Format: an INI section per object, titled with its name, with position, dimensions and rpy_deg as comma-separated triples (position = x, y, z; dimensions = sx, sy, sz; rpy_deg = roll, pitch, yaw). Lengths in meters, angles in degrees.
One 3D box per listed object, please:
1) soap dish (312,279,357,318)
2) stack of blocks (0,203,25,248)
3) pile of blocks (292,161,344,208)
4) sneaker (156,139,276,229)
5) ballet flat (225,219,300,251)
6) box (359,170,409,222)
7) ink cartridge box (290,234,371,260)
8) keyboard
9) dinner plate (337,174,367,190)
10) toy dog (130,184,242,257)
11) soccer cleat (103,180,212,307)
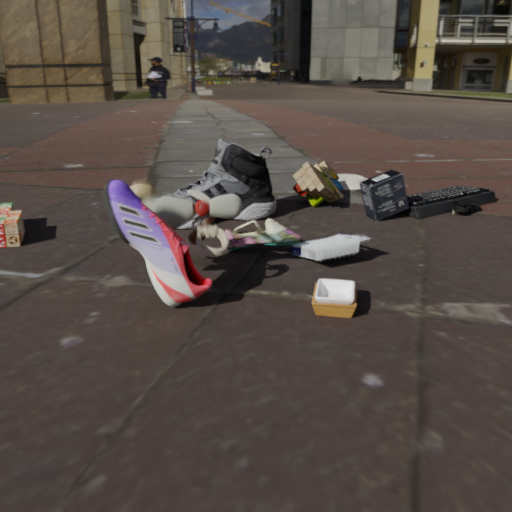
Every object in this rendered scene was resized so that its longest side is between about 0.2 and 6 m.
[soap dish]
position = 1.276, 0.689, 9.086
dimensions = 0.688, 0.355, 0.875
rpy_deg = 3, 21, 9
[stack of blocks]
position = -5.812, -0.698, 12.592
dimensions = 1.068, 0.543, 1.854
rpy_deg = -6, 20, -16
[pile of blocks]
position = 1.715, -1.853, 15.608
dimensions = 0.956, 1.262, 3.076
rpy_deg = -39, -3, 21
[sneaker]
position = -1.168, -1.811, 13.559
dimensions = 3.458, 1.968, 1.305
rpy_deg = -7, 21, -20
[ballet flat]
position = 0.091, -0.459, 11.558
dimensions = 1.598, 0.569, 0.552
rpy_deg = -6, 13, 12
[box]
position = 3.161, -1.492, 13.854
dimensions = 0.947, 0.963, 0.565
rpy_deg = -22, 24, -11
[ink cartridge box]
position = 1.479, -0.180, 11.222
dimensions = 1.230, 0.250, 1.227
rpy_deg = -12, 10, -21
[keyboard]
position = 5.085, -1.481, 14.995
dimensions = 3.185, 0.409, 1.913
rpy_deg = -14, 24, -30
[dinner plate]
position = 2.823, -2.381, 17.746
dimensions = 1.782, 0.216, 1.782
rpy_deg = -1, 19, 0
[toy dog]
position = -1.307, -0.660, 9.800
dimensions = 1.972, 1.300, 0.950
rpy_deg = 15, -17, -2
[soccer cleat]
position = -1.514, -0.259, 8.704
dimensions = 0.832, 2.272, 0.775
rpy_deg = -20, 21, 21
